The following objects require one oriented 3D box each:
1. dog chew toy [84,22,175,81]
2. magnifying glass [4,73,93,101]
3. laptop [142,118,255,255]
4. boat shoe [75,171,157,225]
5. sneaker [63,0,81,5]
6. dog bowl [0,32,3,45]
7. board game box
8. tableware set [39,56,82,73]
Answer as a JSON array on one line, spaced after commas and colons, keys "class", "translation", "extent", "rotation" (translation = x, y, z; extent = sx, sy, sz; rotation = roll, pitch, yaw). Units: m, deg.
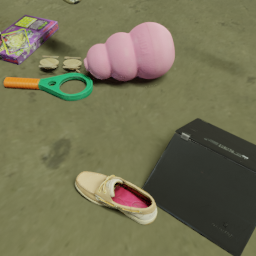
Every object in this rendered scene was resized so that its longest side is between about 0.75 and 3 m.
[{"class": "dog chew toy", "translation": [0.003, -2.408, 9.336], "extent": [2.944, 1.833, 1.833], "rotation": [-12, 49, -2]}, {"class": "magnifying glass", "translation": [-2.658, -1.440, 9.406], "extent": [2.965, 0.332, 1.180], "rotation": [5, 49, 2]}, {"class": "laptop", "translation": [2.215, 1.195, 7.166], "extent": [2.576, 1.594, 2.751], "rotation": [29, 26, 23]}, {"class": "boat shoe", "translation": [-0.296, 1.453, 6.521], "extent": [2.145, 0.742, 0.791], "rotation": [20, 51, 16]}, {"class": "sneaker", "translation": [-2.129, -4.856, 8.170], "extent": [0.959, 2.494, 1.105], "rotation": [-25, 21, 5]}, {"class": "dog bowl", "translation": [-5.487, -3.264, 10.482], "extent": [1.713, 0.632, 1.713], "rotation": [-12, 51, 15]}, {"class": "board game box", "translation": [-4.248, -3.630, 11.262], "extent": [1.686, 0.454, 2.809], "rotation": [15, 50, 18]}, {"class": "tableware set", "translation": [-2.416, -2.264, 10.123], "extent": [1.467, 0.294, 0.970], "rotation": [1, 36, -7]}]
